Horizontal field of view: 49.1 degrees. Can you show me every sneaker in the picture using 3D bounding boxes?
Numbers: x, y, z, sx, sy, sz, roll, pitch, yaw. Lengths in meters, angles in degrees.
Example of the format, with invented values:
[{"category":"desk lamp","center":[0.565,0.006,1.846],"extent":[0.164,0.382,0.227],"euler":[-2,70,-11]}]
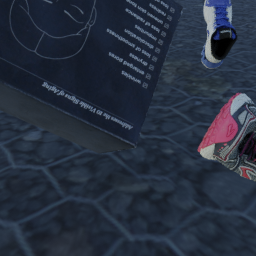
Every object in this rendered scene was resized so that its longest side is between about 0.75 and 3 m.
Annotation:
[{"category":"sneaker","center":[2.760,-2.933,8.204],"extent":[0.903,2.235,1.291],"euler":[2,6,-1]},{"category":"sneaker","center":[1.732,0.254,3.745],"extent":[2.325,0.937,0.868],"euler":[20,16,-50]}]

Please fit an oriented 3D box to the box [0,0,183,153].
[{"category":"box","center":[-0.934,-1.393,4.943],"extent":[2.858,1.771,2.810],"euler":[27,70,-20]}]
